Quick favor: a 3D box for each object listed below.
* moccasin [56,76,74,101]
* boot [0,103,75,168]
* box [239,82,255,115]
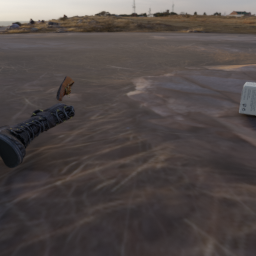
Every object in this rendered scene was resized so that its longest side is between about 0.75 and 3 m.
[{"bbox_3d":[-2.067,-1.278,9.345,0.445,0.422,1.154,27,35,-13],"label":"moccasin"},{"bbox_3d":[-1.917,-0.045,5.862,1.824,0.725,2.095,-30,23,-28],"label":"boot"},{"bbox_3d":[4.703,-0.745,8.181,2.589,0.885,1.064,12,20,25],"label":"box"}]
